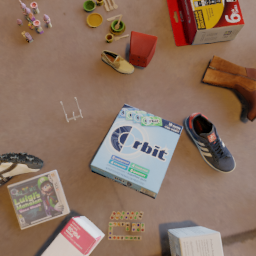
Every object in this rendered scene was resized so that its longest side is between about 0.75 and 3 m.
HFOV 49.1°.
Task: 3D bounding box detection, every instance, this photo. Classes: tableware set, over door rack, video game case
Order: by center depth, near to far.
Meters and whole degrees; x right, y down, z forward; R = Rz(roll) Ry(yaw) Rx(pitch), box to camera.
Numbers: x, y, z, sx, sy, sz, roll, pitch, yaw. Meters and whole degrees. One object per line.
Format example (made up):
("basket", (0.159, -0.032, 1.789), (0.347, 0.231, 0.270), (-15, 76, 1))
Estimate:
("video game case", (-2.964, 2.376, 9.325), (1.672, 0.195, 1.520), (-18, 89, -4))
("over door rack", (-2.033, -0.661, 10.154), (0.598, 0.269, 0.809), (-18, 98, -4))
("tableware set", (-0.916, -4.310, 11.063), (1.407, 0.321, 2.089), (-20, 77, -5))

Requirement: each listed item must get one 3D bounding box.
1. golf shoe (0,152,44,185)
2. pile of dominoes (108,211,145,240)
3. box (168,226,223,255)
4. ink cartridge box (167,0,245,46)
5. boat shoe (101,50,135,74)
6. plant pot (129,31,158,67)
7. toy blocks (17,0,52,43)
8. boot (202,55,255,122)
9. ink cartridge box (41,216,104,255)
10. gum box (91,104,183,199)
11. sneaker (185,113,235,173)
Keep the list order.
("golf shoe", (-4.275, 1.523, 9.370), (2.925, 1.137, 1.382), (-1, 93, 2))
("pile of dominoes", (-0.055, 3.230, 9.273), (1.204, 0.192, 0.939), (1, 76, 0))
("box", (1.996, 3.950, 8.230), (1.187, 1.816, 1.806), (-5, 76, -3))
("ink cartridge box", (2.829, -4.676, 10.730), (2.367, 1.130, 2.696), (-9, 77, -1))
("boat shoe", (-0.402, -2.466, 10.523), (1.396, 0.477, 0.522), (26, 78, 6))
("plant pot", (0.468, -2.815, 10.296), (0.980, 0.979, 0.864), (14, 69, 4))
("toy blocks", (-3.735, -4.172, 10.669), (1.203, 1.013, 1.125), (-40, 80, -9))
("boot", (3.839, -1.472, 10.138), (2.266, 0.776, 2.134), (20, 77, 5))
("ink cartridge box", (-1.893, 3.872, 8.302), (0.977, 1.729, 2.360), (38, 79, 12))
("gum box", (0.353, 0.670, 9.249), (2.220, 0.582, 2.613), (22, 58, 10))
("sneaker", (2.831, 0.487, 9.527), (0.895, 1.008, 2.386), (-36, 79, -8))
